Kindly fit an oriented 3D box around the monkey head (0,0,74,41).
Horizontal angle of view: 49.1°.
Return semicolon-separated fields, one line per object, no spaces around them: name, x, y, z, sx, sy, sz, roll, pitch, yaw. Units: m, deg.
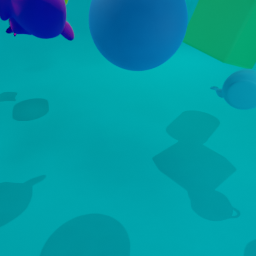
monkey head;-1.596;-2.235;4.905;1.059;1.757;1.264;-3;72;12

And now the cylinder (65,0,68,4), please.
cylinder;-2.088;-4.181;7.963;0.981;0.981;0.981;18;37;-14

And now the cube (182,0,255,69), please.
cube;2.155;-2.105;5.909;1.235;1.235;1.235;-2;34;-42

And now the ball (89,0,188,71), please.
ball;0.142;-1.522;3.998;1.394;1.394;1.394;0;33;0

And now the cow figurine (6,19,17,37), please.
cow figurine;-3.619;-3.676;8.507;0.828;1.508;1.484;-16;72;11

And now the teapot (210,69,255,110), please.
teapot;2.078;-0.733;5.075;1.234;0.767;0.604;-6;34;31
